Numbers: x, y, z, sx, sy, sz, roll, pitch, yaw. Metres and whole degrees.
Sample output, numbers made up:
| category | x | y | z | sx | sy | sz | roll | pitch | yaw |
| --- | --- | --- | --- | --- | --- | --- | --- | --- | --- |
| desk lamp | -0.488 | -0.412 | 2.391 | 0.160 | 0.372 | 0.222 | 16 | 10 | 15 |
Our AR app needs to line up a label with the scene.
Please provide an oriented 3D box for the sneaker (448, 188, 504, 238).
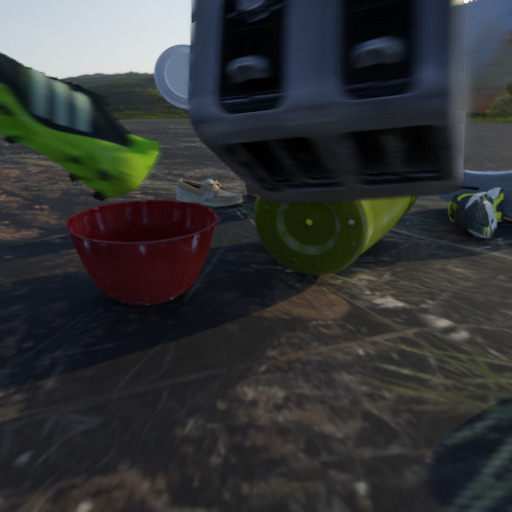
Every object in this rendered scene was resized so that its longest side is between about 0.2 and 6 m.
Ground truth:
| category | x | y | z | sx | sy | sz | roll | pitch | yaw |
| --- | --- | --- | --- | --- | --- | --- | --- | --- | --- |
| sneaker | 4.560 | -0.881 | 11.958 | 1.059 | 0.932 | 2.503 | -3 | 8 | 36 |

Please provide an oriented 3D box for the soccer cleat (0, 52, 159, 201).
| category | x | y | z | sx | sy | sz | roll | pitch | yaw |
| --- | --- | --- | --- | --- | --- | --- | --- | --- | --- |
| soccer cleat | -2.834 | -2.012 | 7.797 | 3.134 | 1.058 | 1.270 | 36 | 51 | -5 |

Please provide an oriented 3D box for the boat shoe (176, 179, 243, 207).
| category | x | y | z | sx | sy | sz | roll | pitch | yaw |
| --- | --- | --- | --- | --- | --- | --- | --- | --- | --- |
| boat shoe | -1.244 | -1.666 | 14.524 | 1.895 | 0.656 | 0.699 | 7 | 18 | 20 |

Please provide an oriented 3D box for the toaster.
| category | x | y | z | sx | sy | sz | roll | pitch | yaw |
| --- | --- | --- | --- | --- | --- | --- | --- | --- | --- |
| toaster | 1.038 | -2.000 | 6.986 | 2.950 | 1.936 | 3.263 | 0 | -14 | 21 |

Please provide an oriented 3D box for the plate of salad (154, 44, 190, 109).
| category | x | y | z | sx | sy | sz | roll | pitch | yaw |
| --- | --- | --- | --- | --- | --- | --- | --- | --- | --- |
| plate of salad | -1.618 | -4.090 | 12.847 | 1.479 | 1.479 | 0.355 | -6 | 2 | -18 |

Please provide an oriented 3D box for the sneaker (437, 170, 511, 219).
| category | x | y | z | sx | sy | sz | roll | pitch | yaw |
| --- | --- | --- | --- | --- | --- | --- | --- | --- | --- |
| sneaker | 5.915 | -1.494 | 13.184 | 1.133 | 1.169 | 3.201 | -4 | 20 | -45 |

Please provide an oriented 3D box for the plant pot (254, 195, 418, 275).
| category | x | y | z | sx | sy | sz | roll | pitch | yaw |
| --- | --- | --- | --- | --- | --- | --- | --- | --- | --- |
| plant pot | 1.318 | -1.101 | 9.853 | 2.906 | 2.906 | 2.798 | 7 | 31 | 21 |

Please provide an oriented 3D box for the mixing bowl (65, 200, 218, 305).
| category | x | y | z | sx | sy | sz | roll | pitch | yaw |
| --- | --- | --- | --- | --- | --- | --- | --- | --- | --- |
| mixing bowl | -1.623 | -0.011 | 8.280 | 2.165 | 1.173 | 2.165 | -1 | 20 | 0 |

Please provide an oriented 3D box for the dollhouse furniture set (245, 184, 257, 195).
| category | x | y | z | sx | sy | sz | roll | pitch | yaw |
| --- | --- | --- | --- | --- | --- | --- | --- | --- | --- |
| dollhouse furniture set | 0.069 | -2.029 | 14.300 | 1.599 | 1.867 | 1.963 | 2 | 31 | 21 |

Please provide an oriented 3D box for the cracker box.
| category | x | y | z | sx | sy | sz | roll | pitch | yaw |
| --- | --- | --- | --- | --- | --- | --- | --- | --- | --- |
| cracker box | 3.268 | -3.083 | 7.660 | 0.573 | 1.331 | 1.987 | 4 | -20 | -5 |
